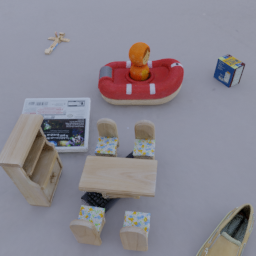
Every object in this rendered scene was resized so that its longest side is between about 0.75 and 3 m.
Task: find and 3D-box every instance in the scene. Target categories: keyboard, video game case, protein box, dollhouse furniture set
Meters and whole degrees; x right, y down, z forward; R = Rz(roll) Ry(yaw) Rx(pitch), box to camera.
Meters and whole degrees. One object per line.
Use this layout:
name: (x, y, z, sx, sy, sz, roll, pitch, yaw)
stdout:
keyboard: (-0.418, 1.194, 7.129, 1.216, 0.197, 1.914, 32, 53, 27)
video game case: (-2.091, -0.116, 8.010, 1.956, 0.228, 1.778, -1, 56, -2)
protein box: (3.541, -2.010, 9.843, 0.536, 0.795, 0.789, -24, 50, -22)
dollhouse furniture set: (-0.863, 0.841, 6.074, 2.941, 1.914, 2.702, 3, 50, 9)

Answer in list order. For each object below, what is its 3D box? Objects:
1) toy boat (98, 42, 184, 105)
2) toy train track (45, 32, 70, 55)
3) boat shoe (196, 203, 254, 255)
toy boat: (0.406, -1.872, 8.985, 2.781, 1.818, 1.815, -1, 45, -1)
toy train track: (-3.089, -3.670, 11.846, 0.995, 0.282, 1.734, 9, 47, 9)
boat shoe: (1.887, 2.358, 5.506, 0.803, 0.853, 2.240, 25, 50, 22)
